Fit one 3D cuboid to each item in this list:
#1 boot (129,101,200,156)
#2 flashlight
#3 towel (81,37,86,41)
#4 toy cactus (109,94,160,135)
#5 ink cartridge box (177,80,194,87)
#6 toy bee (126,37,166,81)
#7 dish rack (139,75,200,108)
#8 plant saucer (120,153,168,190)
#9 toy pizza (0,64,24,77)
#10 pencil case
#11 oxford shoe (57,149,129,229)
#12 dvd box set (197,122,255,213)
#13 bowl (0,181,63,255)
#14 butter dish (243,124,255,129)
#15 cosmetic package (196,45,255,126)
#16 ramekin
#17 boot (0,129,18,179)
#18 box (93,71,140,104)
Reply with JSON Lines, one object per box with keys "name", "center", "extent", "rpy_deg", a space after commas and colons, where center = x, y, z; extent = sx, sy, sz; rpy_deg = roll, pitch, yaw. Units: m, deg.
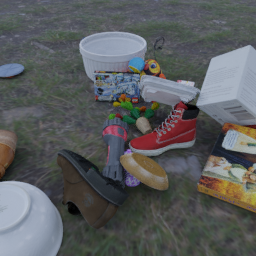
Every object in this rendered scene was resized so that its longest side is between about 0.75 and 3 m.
{"name": "boot", "center": [1.017, -0.044, 7.939], "extent": [2.072, 1.495, 0.750], "rpy_deg": [-12, 39, -14]}
{"name": "flashlight", "center": [-0.410, 0.722, 7.598], "extent": [0.798, 0.795, 2.350], "rpy_deg": [-10, 41, 12]}
{"name": "towel", "center": [-1.837, -4.660, 15.032], "extent": [1.262, 0.306, 0.704], "rpy_deg": [6, 37, 8]}
{"name": "toy cactus", "center": [0.364, -0.430, 9.113], "extent": [1.839, 0.940, 1.517], "rpy_deg": [-9, 47, -26]}
{"name": "ink cartridge box", "center": [2.321, -1.614, 11.017], "extent": [0.845, 0.285, 0.492], "rpy_deg": [11, 38, 14]}
{"name": "toy bee", "center": [0.648, -2.065, 10.377], "extent": [1.668, 2.548, 1.385], "rpy_deg": [1, 44, -52]}
{"name": "dish rack", "center": [1.125, -0.987, 8.365], "extent": [1.682, 0.427, 1.959], "rpy_deg": [16, -5, 1]}
{"name": "plant saucer", "center": [0.460, 0.988, 6.912], "extent": [1.390, 0.246, 1.390], "rpy_deg": [29, 13, -7]}
{"name": "toy pizza", "center": [-5.185, -2.483, 12.240], "extent": [1.266, 0.201, 1.266], "rpy_deg": [-1, 36, 1]}
{"name": "pencil case", "center": [0.055, 1.058, 7.359], "extent": [0.426, 0.434, 1.016], "rpy_deg": [-4, 36, -11]}
{"name": "oxford shoe", "center": [-1.194, 1.303, 6.514], "extent": [1.203, 1.036, 2.850], "rpy_deg": [-57, 33, -3]}
{"name": "dvd box set", "center": [3.337, 1.058, 6.618], "extent": [2.802, 0.412, 2.050], "rpy_deg": [18, 62, 30]}
{"name": "bowl", "center": [-2.468, 1.853, 5.547], "extent": [2.345, 1.054, 2.345], "rpy_deg": [7, 37, -5]}
{"name": "butter dish", "center": [4.400, -0.508, 8.453], "extent": [2.377, 1.757, 2.371], "rpy_deg": [-49, 29, -13]}
{"name": "cosmetic package", "center": [2.964, -1.063, 7.621], "extent": [1.331, 1.330, 1.613], "rpy_deg": [-7, 56, 58]}
{"name": "ramekin", "center": [-0.588, -2.896, 11.765], "extent": [2.729, 1.432, 2.729], "rpy_deg": [0, 38, 0]}
{"name": "boot", "center": [-4.279, 0.795, 7.395], "extent": [2.370, 0.873, 1.834], "rpy_deg": [-2, 41, 2]}
{"name": "box", "center": [-0.387, -1.466, 10.122], "extent": [1.651, 1.131, 0.329], "rpy_deg": [4, 37, 5]}
